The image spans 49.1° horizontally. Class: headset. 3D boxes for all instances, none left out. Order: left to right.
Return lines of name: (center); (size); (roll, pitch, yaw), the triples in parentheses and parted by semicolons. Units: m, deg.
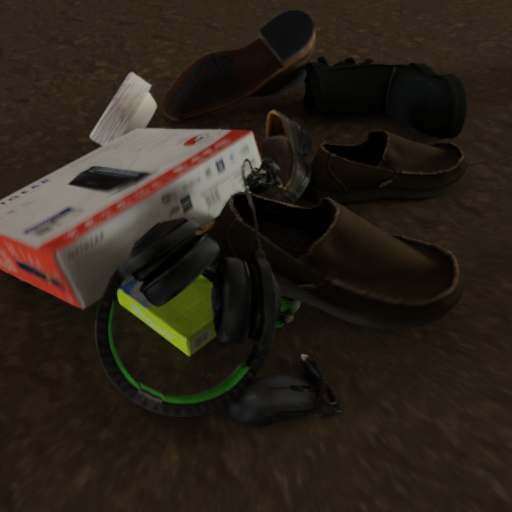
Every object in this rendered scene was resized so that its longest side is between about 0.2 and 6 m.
headset: (-0.550, 0.251, 6.315); (1.864, 3.019, 1.419); (29, -6, -11)

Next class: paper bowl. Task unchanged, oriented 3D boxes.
paper bowl: (-2.435, -2.636, 10.544); (0.759, 1.459, 1.459); (32, 35, -19)

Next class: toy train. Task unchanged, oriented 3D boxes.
toy train: (-0.194, 0.371, 7.583); (1.866, 0.389, 0.526); (28, 39, 29)

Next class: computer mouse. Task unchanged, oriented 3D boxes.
computer mouse: (0.278, 1.511, 6.225); (1.200, 0.316, 0.831); (-13, 42, -15)

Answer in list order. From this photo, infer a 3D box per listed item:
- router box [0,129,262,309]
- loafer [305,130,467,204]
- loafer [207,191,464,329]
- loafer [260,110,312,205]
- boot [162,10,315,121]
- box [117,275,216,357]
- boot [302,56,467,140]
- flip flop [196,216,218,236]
router box: (-1.973, -0.767, 7.829); (2.874, 0.782, 3.202); (13, 42, 43)
loafer: (2.264, -1.560, 9.400); (2.909, 1.038, 1.062); (-11, 41, -13)
loafer: (0.981, -0.006, 6.893); (3.333, 1.189, 1.217); (10, 51, 1)
loafer: (0.371, -1.602, 9.376); (0.865, 0.859, 2.376); (-34, 29, 26)
boot: (-0.229, -3.665, 12.073); (3.510, 1.701, 1.311); (-28, 75, 5)
box: (-1.080, 0.555, 7.333); (1.568, 0.374, 0.956); (31, 48, 31)
boot: (2.410, -3.233, 11.327); (2.672, 1.207, 3.261); (-1, 32, -5)
flip flop: (-0.942, -0.517, 8.401); (2.349, 0.676, 0.953); (-23, 44, -24)
